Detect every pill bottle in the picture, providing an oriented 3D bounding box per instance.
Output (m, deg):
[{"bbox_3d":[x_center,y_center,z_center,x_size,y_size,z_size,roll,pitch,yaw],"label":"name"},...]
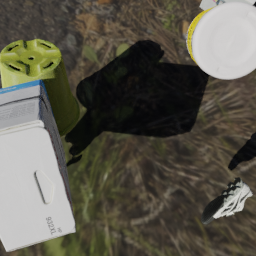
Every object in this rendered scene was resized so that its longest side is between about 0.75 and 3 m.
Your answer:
[{"bbox_3d":[2.050,-1.984,6.280,1.412,1.412,2.537,8,20,5],"label":"pill bottle"}]

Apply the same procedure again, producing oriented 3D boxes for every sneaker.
[{"bbox_3d":[1.875,1.487,5.258,0.491,0.411,1.110,41,101,-10],"label":"sneaker"}]

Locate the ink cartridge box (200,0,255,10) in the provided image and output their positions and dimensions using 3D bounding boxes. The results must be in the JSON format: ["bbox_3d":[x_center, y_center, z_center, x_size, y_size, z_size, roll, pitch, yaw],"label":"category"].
[{"bbox_3d":[2.835,-3.660,7.266,1.227,1.696,1.233,37,92,3],"label":"ink cartridge box"}]

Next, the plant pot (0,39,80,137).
[{"bbox_3d":[-2.008,-0.923,6.192,1.847,1.698,1.847,4,50,-5],"label":"plant pot"}]

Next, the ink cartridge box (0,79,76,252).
[{"bbox_3d":[-1.606,0.376,4.503,1.001,1.734,2.390,-15,24,-11],"label":"ink cartridge box"}]
